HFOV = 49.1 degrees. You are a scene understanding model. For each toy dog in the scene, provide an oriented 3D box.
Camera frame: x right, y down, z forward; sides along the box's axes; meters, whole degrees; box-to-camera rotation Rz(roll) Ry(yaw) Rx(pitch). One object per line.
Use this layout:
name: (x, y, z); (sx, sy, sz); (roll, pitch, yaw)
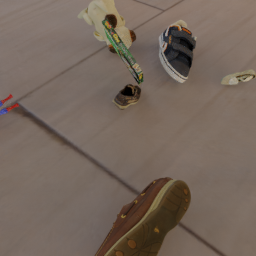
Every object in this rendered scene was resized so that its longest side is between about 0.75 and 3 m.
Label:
toy dog: (-0.524, -3.446, 9.399); (1.291, 1.850, 1.794); (-41, 18, -14)

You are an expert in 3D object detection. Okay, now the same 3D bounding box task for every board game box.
board game box: (-0.127, -2.075, 7.726); (0.209, 0.934, 1.782); (-33, 82, 2)

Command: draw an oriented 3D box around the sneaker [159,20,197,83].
sneaker: (1.593, -2.563, 8.866); (1.003, 1.016, 2.558); (24, 41, -28)

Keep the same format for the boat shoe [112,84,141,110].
boat shoe: (0.071, -0.930, 7.728); (0.498, 0.491, 1.338); (36, 36, 5)

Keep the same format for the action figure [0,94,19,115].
action figure: (-3.572, -0.335, 7.206); (1.466, 0.479, 0.379); (-35, 24, -20)

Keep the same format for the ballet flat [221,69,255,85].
ballet flat: (3.300, -1.483, 8.342); (1.030, 0.347, 0.321); (-18, 46, 6)

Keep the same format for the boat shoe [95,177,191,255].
boat shoe: (0.164, 1.832, 5.076); (2.386, 0.859, 0.806); (-43, 28, -25)
